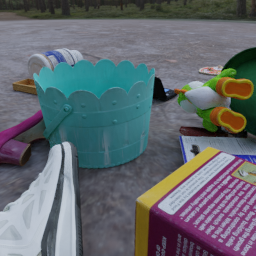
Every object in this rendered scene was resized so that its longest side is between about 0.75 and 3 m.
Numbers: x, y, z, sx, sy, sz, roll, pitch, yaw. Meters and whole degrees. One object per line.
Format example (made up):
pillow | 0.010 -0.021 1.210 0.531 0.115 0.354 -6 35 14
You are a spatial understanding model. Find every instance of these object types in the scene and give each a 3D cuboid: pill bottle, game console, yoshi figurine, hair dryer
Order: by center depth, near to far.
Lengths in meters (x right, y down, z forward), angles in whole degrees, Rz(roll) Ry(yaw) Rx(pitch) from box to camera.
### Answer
yoshi figurine | 1.900 -0.563 6.138 1.278 1.273 2.274 -33 15 -4
hair dryer | 2.029 0.058 6.818 1.542 0.419 1.175 -6 30 10
game console | 0.791 -1.584 9.824 1.622 0.944 1.426 19 32 34
pill bottle | -2.903 -2.604 11.618 1.244 1.244 2.242 15 29 28

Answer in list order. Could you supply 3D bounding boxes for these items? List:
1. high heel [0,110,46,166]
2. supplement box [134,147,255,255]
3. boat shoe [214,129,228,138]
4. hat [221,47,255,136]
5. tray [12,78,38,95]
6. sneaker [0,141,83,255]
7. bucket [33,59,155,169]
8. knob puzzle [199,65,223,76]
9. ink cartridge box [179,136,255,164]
high heel | -2.529 -0.010 6.610 1.097 0.770 2.283 13 30 2
supplement box | 1.510 1.421 3.021 2.521 1.301 1.650 23 33 39
boat shoe | 2.316 -0.121 7.258 0.513 0.482 1.426 5 26 10
hat | 2.440 0.004 5.547 2.511 2.363 2.853 -45 7 -23
tray | -3.433 -1.535 10.491 1.618 0.300 0.798 14 28 25
sneaker | -1.509 1.105 3.936 1.673 1.097 2.907 -3 28 -10
bucket | -0.710 -0.446 6.435 2.747 1.787 2.747 0 25 0
knob puzzle | 4.031 -2.715 13.050 1.677 0.232 1.677 0 26 0
ink cartridge box | 2.543 0.687 5.489 2.995 0.555 1.418 4 24 3
